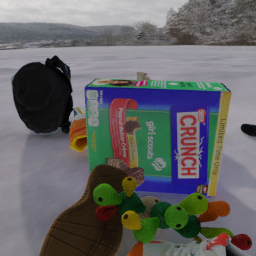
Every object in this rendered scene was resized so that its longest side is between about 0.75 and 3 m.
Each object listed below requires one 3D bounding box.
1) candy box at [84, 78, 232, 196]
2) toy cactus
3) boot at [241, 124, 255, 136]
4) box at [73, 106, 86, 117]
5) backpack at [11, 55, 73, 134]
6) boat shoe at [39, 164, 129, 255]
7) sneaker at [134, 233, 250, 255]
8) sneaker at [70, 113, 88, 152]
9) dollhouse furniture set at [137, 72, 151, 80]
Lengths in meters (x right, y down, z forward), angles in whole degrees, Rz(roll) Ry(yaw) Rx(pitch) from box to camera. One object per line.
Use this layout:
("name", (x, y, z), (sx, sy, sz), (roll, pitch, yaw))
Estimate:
("candy box", (0.536, 0.171, 5.651), (2.599, 2.198, 1.001), (2, 22, 5))
("toy cactus", (0.463, 1.363, 4.099), (2.133, 1.091, 1.760), (11, -14, -11))
("boot", (4.118, -0.006, 8.912), (0.914, 0.349, 0.768), (18, 29, 26))
("box", (-0.280, -0.354, 9.360), (2.897, 0.712, 1.192), (-7, 21, -19))
("backpack", (-2.814, -1.171, 9.540), (1.834, 2.418, 2.897), (-6, 14, -3))
("boat shoe", (-0.550, 1.524, 4.214), (0.944, 0.807, 2.574), (22, 26, 6))
("sneaker", (0.936, 1.625, 3.549), (1.864, 0.871, 0.656), (11, 23, 27))
("sneaker", (-0.203, 0.043, 6.961), (2.794, 1.078, 1.020), (-15, -29, 26))
("dollhouse furniture set", (1.511, -2.637, 15.446), (1.973, 0.963, 1.682), (-12, 23, -29))
